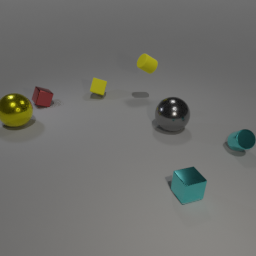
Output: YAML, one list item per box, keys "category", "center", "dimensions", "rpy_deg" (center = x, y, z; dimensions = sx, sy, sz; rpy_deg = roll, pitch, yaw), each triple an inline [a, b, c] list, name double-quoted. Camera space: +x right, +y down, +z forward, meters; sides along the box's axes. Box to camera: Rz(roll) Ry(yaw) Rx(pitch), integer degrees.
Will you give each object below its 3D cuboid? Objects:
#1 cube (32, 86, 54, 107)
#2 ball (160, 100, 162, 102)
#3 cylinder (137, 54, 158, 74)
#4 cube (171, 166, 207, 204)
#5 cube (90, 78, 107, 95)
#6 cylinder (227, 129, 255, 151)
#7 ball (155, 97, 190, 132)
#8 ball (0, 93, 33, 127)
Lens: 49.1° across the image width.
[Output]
- category: "cube"
  center: [-4.074, -1.492, 13.346]
  dimensions: [0.700, 0.700, 0.700]
  rpy_deg: [10, 18, -39]
- category: "ball"
  center: [1.731, -0.975, 12.657]
  dimensions: [0.700, 0.700, 0.700]
  rpy_deg: [0, 30, 0]
- category: "cylinder"
  center: [0.885, -2.958, 12.911]
  dimensions: [0.700, 0.700, 0.700]
  rpy_deg: [21, 16, -35]
- category: "cube"
  center: [1.732, 1.635, 8.044]
  dimensions: [0.700, 0.700, 0.700]
  rpy_deg: [-9, 31, -19]
- category: "cube"
  center: [-1.486, -2.083, 14.143]
  dimensions: [0.700, 0.700, 0.700]
  rpy_deg: [15, 2, -5]
- category: "cylinder"
  center: [3.970, 0.431, 9.821]
  dimensions: [0.700, 0.700, 0.700]
  rpy_deg: [-4, -8, -7]
- category: "ball"
  center: [1.778, -0.544, 11.209]
  dimensions: [1.400, 1.400, 1.400]
  rpy_deg: [0, 30, 0]
- category: "ball"
  center: [-4.638, -0.731, 11.499]
  dimensions: [1.400, 1.400, 1.400]
  rpy_deg: [0, 30, 0]
